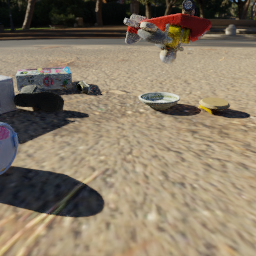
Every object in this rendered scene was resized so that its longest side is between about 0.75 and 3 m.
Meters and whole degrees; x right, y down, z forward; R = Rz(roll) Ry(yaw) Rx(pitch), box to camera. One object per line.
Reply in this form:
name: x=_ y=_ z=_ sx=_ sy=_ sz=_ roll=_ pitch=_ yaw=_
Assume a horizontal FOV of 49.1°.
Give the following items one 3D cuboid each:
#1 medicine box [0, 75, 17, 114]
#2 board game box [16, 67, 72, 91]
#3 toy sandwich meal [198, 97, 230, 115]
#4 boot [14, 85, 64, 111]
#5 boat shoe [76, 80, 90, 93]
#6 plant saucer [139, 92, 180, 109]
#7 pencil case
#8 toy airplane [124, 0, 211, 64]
medicine box: x=-5.189 y=-1.051 z=9.082 sx=2.215 sy=1.140 sz=2.018 roll=13 pitch=25 yaw=30
board game box: x=-3.806 y=-2.275 z=12.837 sx=2.329 sy=0.748 sz=1.718 roll=-5 pitch=22 yaw=-15
toy sandwich meal: x=2.863 y=-0.726 z=9.398 sx=1.097 sy=0.376 sz=1.097 roll=1 pitch=25 yaw=-1
boot: x=-3.131 y=-1.116 z=10.104 sx=1.757 sy=0.701 sz=1.932 roll=8 pitch=9 yaw=-10
boat shoe: x=-2.009 y=-1.774 z=11.970 sx=0.349 sy=0.418 sz=1.169 roll=-7 pitch=26 yaw=-32
plant saucer: x=1.101 y=-0.936 z=9.881 sx=1.441 sy=0.362 sz=1.441 roll=0 pitch=22 yaw=0
pencil case: x=-3.612 y=0.275 z=5.772 sx=2.622 sy=1.090 sz=1.189 roll=8 pitch=10 yaw=19
toy airplane: x=1.147 y=-3.149 z=9.704 sx=2.663 sy=1.879 sz=2.652 roll=-10 pitch=8 yaw=-26
